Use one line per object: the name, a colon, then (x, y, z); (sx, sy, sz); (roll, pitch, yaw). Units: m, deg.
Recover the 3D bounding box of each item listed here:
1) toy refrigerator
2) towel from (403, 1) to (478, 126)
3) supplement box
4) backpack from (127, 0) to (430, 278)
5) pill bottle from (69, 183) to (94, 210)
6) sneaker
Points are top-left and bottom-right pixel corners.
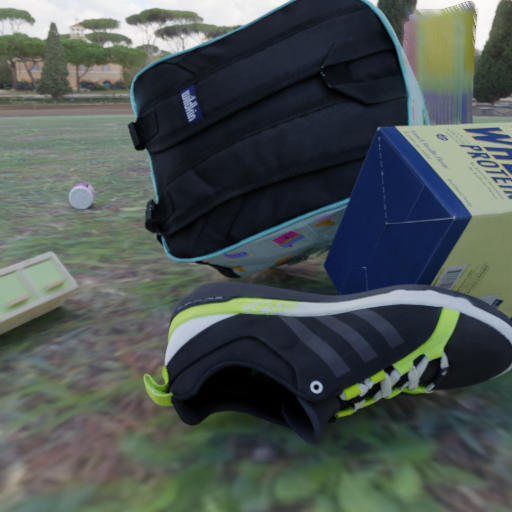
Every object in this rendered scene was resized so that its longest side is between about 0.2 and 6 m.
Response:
toy refrigerator: (-2.567, 0.436, 5.819); (0.485, 0.526, 1.386); (-40, -4, 29)
towel: (2.366, -2.068, 7.225); (0.252, 2.209, 1.586); (-10, 18, -10)
supplement box: (1.917, -0.189, 5.428); (1.819, 1.821, 1.222); (-7, 48, -22)
backpack: (0.455, -1.404, 6.887); (3.290, 2.892, 2.522); (-23, -21, 28)
pill bottle: (-3.638, -1.277, 11.739); (0.474, 0.474, 0.845); (-4, 18, -11)
sneaker: (0.609, 0.951, 4.295); (2.843, 1.019, 1.177); (1, 42, 4)
